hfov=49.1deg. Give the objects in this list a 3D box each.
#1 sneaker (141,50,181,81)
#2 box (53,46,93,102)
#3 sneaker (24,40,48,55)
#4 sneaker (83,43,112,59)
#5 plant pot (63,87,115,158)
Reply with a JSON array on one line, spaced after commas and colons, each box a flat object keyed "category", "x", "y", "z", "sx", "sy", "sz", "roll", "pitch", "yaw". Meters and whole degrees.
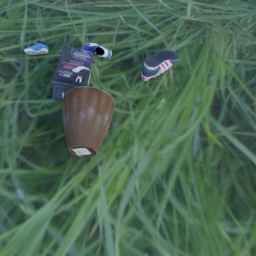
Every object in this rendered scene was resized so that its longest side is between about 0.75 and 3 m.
[{"category": "sneaker", "x": 1.017, "y": -2.014, "z": 8.982, "sx": 1.683, "sy": 0.690, "sz": 0.591, "roll": -26, "pitch": 62, "yaw": -38}, {"category": "box", "x": -1.628, "y": -1.563, "z": 8.381, "sx": 0.962, "sy": 0.835, "sz": 1.574, "roll": 11, "pitch": 52, "yaw": -8}, {"category": "sneaker", "x": -3.165, "y": -2.797, "z": 9.668, "sx": 0.779, "sy": 0.299, "sz": 0.434, "roll": -4, "pitch": 75, "yaw": -3}, {"category": "sneaker", "x": -1.095, "y": -2.627, "z": 9.351, "sx": 1.016, "sy": 0.410, "sz": 0.587, "roll": 21, "pitch": 11, "yaw": 20}, {"category": "plant pot", "x": -1.054, "y": -0.048, "z": 7.043, "sx": 1.355, "sy": 1.355, "sz": 1.450, "roll": 2, "pitch": 61, "yaw": 2}]
